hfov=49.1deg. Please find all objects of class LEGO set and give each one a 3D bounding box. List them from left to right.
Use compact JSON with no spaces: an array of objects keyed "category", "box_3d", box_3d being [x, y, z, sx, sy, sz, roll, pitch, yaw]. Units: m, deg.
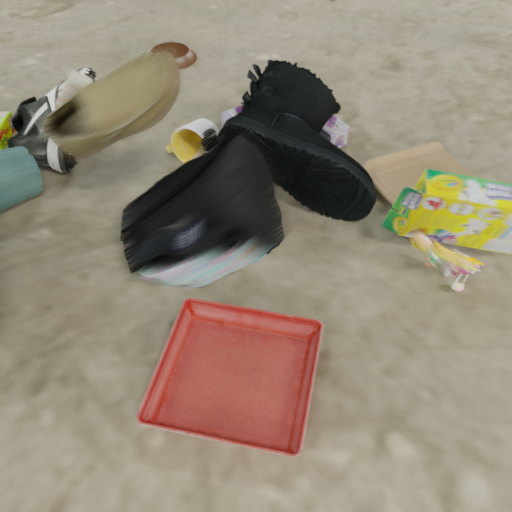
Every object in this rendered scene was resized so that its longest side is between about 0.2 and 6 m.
[{"category":"LEGO set","box_3d":[2.954,0.166,8.669,1.460,0.543,0.672,16,18,-34]}]

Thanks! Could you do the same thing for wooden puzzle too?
[{"category":"wooden puzzle","box_3d":[3.251,-1.232,10.468,1.903,0.383,2.057,-17,53,-17]}]

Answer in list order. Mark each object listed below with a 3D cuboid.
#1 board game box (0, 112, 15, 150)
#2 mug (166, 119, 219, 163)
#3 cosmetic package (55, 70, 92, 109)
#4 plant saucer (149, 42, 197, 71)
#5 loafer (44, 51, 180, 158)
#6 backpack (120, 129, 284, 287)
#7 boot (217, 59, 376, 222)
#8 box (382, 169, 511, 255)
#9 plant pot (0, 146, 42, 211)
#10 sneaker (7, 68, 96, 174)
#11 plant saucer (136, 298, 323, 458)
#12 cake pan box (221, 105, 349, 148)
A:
[{"category":"board game box","box_3d":[-6.121,-2.611,11.729,1.815,0.432,0.922,1,45,1]},{"category":"mug","box_3d":[-1.245,-2.393,11.303,1.026,0.822,0.842,22,41,12]},{"category":"cosmetic package","box_3d":[-2.882,-2.545,8.835,0.337,0.653,0.285,18,45,-31]},{"category":"plant saucer","box_3d":[-2.207,-5.170,14.392,1.364,0.250,1.364,0,46,0]},{"category":"loafer","box_3d":[-2.134,-2.148,8.154,0.809,2.401,0.913,-10,74,-63]},{"category":"backpack","box_3d":[-0.826,-0.427,8.197,2.360,1.494,1.970,-25,57,27]},{"category":"boot","box_3d":[0.991,-2.289,10.531,3.226,1.194,2.644,27,46,1]},{"category":"box","box_3d":[3.158,-0.666,8.647,2.180,1.279,0.527,9,62,-3]},{"category":"plant pot","box_3d":[-4.617,-1.361,10.056,1.218,1.244,1.244,-27,51,-35]},{"category":"sneaker","box_3d":[-4.230,-2.975,11.628,1.489,1.094,3.292,3,47,-1]},{"category":"plant saucer","box_3d":[-0.270,1.624,7.602,2.104,0.387,2.108,9,45,9]},{"category":"cake pan box","box_3d":[0.602,-2.616,11.675,1.923,0.546,2.088,-27,53,-21]}]
